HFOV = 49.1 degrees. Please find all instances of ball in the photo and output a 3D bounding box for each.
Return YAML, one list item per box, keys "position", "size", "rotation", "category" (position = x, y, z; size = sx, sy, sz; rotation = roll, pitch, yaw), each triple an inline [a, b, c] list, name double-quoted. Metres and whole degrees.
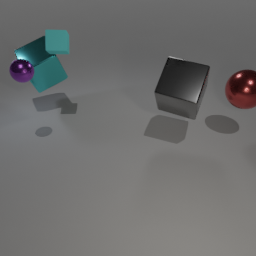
- position: [4.167, -1.362, 9.916]
  size: [1.400, 1.400, 1.400]
  rotation: [0, 32, 0]
  category: "ball"
- position: [-3.135, -1.692, 8.285]
  size: [0.700, 0.700, 0.700]
  rotation: [0, 32, 0]
  category: "ball"

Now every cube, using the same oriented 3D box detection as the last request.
- position: [-3.540, -2.605, 11.522]
  size: [1.400, 1.400, 1.400]
  rotation: [-29, 60, -5]
  category: "cube"
- position: [1.813, -1.306, 9.397]
  size: [1.400, 1.400, 1.400]
  rotation: [18, 75, 16]
  category: "cube"
- position: [-2.424, -2.952, 9.662]
  size: [0.700, 0.700, 0.700]
  rotation: [0, 6, -4]
  category: "cube"
